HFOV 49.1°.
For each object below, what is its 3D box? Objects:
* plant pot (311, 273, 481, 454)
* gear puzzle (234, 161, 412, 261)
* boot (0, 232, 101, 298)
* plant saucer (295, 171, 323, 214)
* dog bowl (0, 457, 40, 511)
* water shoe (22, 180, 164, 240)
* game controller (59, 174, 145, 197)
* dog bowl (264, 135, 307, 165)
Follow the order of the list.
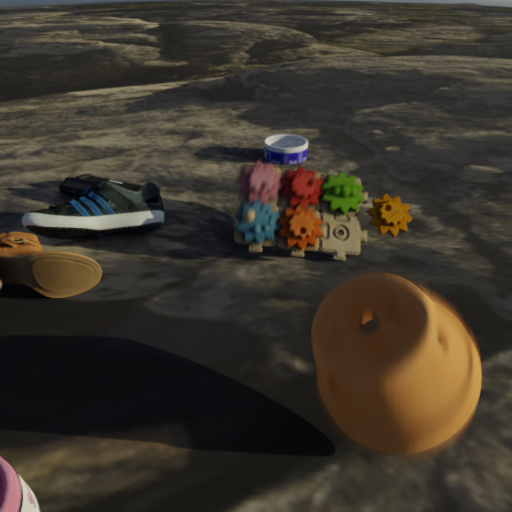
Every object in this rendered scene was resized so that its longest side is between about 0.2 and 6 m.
[{"bbox_3d":[1.375,1.029,6.044,1.806,1.264,1.806,-17,48,20],"label":"plant pot"},{"bbox_3d":[1.212,-0.765,9.711,3.153,0.413,1.633,6,73,-6],"label":"gear puzzle"},{"bbox_3d":[-3.612,0.087,9.150,2.053,0.787,1.593,-8,22,-14],"label":"boot"},{"bbox_3d":[0.997,-1.245,10.619,1.320,0.227,1.320,6,42,-5],"label":"plant saucer"},{"bbox_3d":[-2.895,2.470,5.064,1.716,0.633,1.716,1,30,0],"label":"dog bowl"},{"bbox_3d":[-2.935,-0.863,10.183,2.454,0.968,0.877,-3,-13,-18],"label":"water shoe"},{"bbox_3d":[-3.199,-1.403,11.969,1.964,0.414,1.025,14,19,21],"label":"game controller"},{"bbox_3d":[0.736,-2.653,13.937,1.074,0.423,1.074,0,30,0],"label":"dog bowl"}]
